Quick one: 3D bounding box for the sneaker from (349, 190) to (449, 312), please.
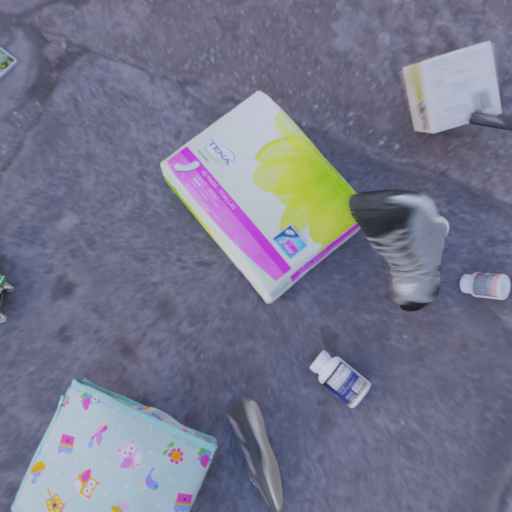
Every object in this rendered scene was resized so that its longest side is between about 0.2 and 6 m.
[{"bbox_3d":[2.605,0.017,9.695,1.196,3.187,1.841,-3,79,37],"label":"sneaker"}]

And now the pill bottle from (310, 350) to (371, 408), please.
[{"bbox_3d":[1.522,2.234,10.290,1.055,0.586,0.586,39,78,10],"label":"pill bottle"}]

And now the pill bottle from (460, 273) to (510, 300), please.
[{"bbox_3d":[4.323,0.558,10.620,0.479,0.801,0.479,-3,95,-40],"label":"pill bottle"}]

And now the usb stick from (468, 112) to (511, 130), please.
[{"bbox_3d":[4.329,-2.457,10.200,0.851,0.139,0.236,17,101,26],"label":"usb stick"}]

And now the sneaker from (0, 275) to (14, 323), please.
[{"bbox_3d":[-5.097,0.518,10.801,0.821,0.712,1.853,-2,80,-13],"label":"sneaker"}]

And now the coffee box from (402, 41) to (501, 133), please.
[{"bbox_3d":[3.826,-3.285,11.072,1.358,1.345,1.360,-15,104,4],"label":"coffee box"}]

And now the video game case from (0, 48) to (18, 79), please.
[{"bbox_3d":[-5.878,-4.200,12.312,0.858,0.104,0.941,38,77,10],"label":"video game case"}]

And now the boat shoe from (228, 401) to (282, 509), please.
[{"bbox_3d":[-0.016,3.546,9.964,0.533,0.625,1.871,-22,72,15],"label":"boat shoe"}]

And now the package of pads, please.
[{"bbox_3d":[0.185,-1.235,10.932,2.670,1.179,3.456,-39,78,-10],"label":"package of pads"}]

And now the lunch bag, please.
[{"bbox_3d":[-2.343,3.610,9.361,2.762,1.684,2.353,23,77,1],"label":"lunch bag"}]
